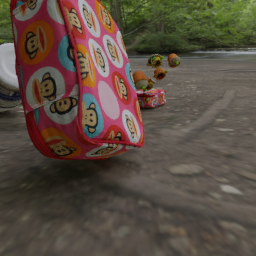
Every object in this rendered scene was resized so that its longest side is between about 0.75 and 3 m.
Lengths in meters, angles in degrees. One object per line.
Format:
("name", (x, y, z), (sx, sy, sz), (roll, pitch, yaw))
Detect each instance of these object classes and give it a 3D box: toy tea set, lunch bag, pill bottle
("toy tea set", (0.872, -1.644, 8.614), (0.999, 1.679, 0.622), (16, 43, -41))
("lunch bag", (-0.623, -0.896, 4.816), (1.166, 2.847, 2.508), (-19, -14, 25))
("lunch bag", (0.588, -1.055, 9.907), (1.215, 0.565, 1.379), (6, 15, 32))
("pill bottle", (-3.512, -1.311, 8.140), (1.309, 1.309, 2.356), (-14, -8, -39))
